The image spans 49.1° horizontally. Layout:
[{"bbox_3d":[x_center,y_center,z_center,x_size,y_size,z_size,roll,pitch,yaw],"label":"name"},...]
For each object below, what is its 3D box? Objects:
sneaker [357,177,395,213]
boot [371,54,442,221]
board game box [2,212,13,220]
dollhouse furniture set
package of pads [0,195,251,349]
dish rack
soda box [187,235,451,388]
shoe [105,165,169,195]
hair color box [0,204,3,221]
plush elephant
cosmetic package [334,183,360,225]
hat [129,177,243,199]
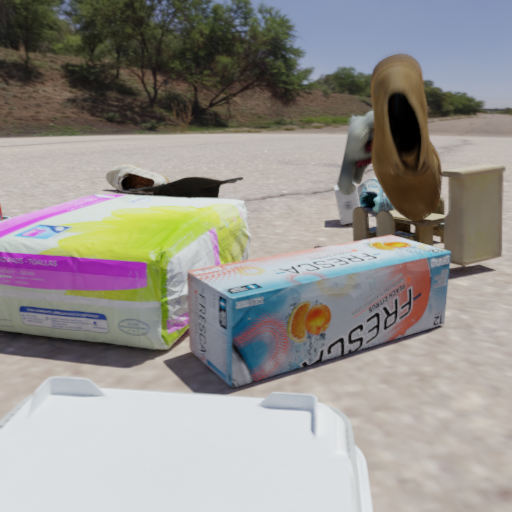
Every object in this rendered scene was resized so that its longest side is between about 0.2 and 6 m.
[{"bbox_3d":[3.147,-1.653,15.257,0.925,0.831,2.142,-7,17,-14],"label":"sneaker"},{"bbox_3d":[2.464,-1.609,9.301,1.151,3.127,1.180,-9,42,17],"label":"boot"},{"bbox_3d":[-4.720,-0.068,9.238,1.587,0.964,1.991,-13,21,-39],"label":"board game box"},{"bbox_3d":[3.289,-0.879,10.507,2.109,1.599,2.406,-11,15,-26],"label":"dollhouse furniture set"},{"bbox_3d":[-1.917,-0.040,8.409,3.077,1.358,3.983,4,16,13],"label":"package of pads"},{"bbox_3d":[-0.734,1.617,3.849,3.113,0.678,2.672,3,15,6],"label":"dish rack"},{"bbox_3d":[0.859,0.540,6.916,3.309,1.052,1.131,-10,19,-30],"label":"soda box"},{"bbox_3d":[-3.944,-2.450,17.959,2.505,0.876,0.669,11,14,28],"label":"shoe"},{"bbox_3d":[-4.579,-0.534,8.345,0.727,0.419,1.310,10,20,31],"label":"hair color box"},{"bbox_3d":[2.423,-2.057,10.684,1.416,1.506,1.829,12,43,7],"label":"plush elephant"},{"bbox_3d":[2.220,-1.282,13.550,0.528,0.856,0.859,-11,13,8],"label":"cosmetic package"},{"bbox_3d":[-1.609,-1.220,13.209,2.728,1.101,2.728,-5,4,0],"label":"hat"}]
